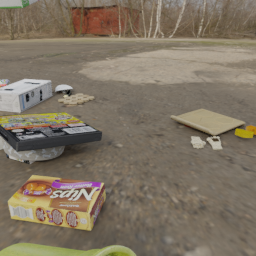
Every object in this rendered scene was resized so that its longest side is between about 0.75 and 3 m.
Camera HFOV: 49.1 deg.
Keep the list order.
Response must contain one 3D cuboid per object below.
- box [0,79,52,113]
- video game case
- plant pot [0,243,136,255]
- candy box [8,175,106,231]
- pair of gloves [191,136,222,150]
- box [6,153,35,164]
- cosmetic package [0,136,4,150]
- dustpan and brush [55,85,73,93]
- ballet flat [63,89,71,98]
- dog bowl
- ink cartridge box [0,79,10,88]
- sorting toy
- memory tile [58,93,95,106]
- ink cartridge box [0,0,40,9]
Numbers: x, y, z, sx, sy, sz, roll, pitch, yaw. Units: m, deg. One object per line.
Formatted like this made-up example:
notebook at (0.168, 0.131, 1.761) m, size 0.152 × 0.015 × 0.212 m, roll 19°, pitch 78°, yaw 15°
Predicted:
box at (-4.991, -1.611, 13.328) m, size 1.612 × 0.831 × 2.764 m, roll 6°, pitch 24°, yaw 13°
video game case at (-2.452, 0.021, 8.326) m, size 2.547 × 0.325 × 2.302 m, roll -7°, pitch 22°, yaw -41°
plant pot at (-0.940, 2.180, 3.379) m, size 1.645 × 1.789 × 1.789 m, roll 0°, pitch 19°, yaw 32°
candy box at (-1.487, 1.577, 6.076) m, size 1.790 × 0.505 × 1.044 m, roll 3°, pitch 23°, yaw 12°
pair of gloves at (2.564, 0.459, 9.209) m, size 0.981 × 0.172 × 0.834 m, roll 4°, pitch 23°, yaw 11°
box at (-3.106, 0.756, 8.347) m, size 0.922 × 0.277 × 0.538 m, roll 11°, pitch 25°, yaw 23°
cosmetic package at (-4.547, 0.157, 9.234) m, size 0.886 × 0.698 × 1.646 m, roll -15°, pitch 28°, yaw -35°
dustpan and brush at (-3.626, -2.176, 15.436) m, size 0.923 × 0.379 × 1.323 m, roll -12°, pitch 32°, yaw -22°
ballet flat at (-3.137, -1.752, 14.409) m, size 0.315 × 0.269 × 0.947 m, roll 0°, pitch 23°, yaw 0°
dog bowl at (-2.811, 0.391, 8.472) m, size 1.965 × 0.576 × 1.965 m, roll 9°, pitch 16°, yaw -2°
ink cartridge box at (-6.917, -1.994, 14.539) m, size 1.288 × 0.595 × 2.364 m, roll -6°, pitch 22°, yaw -14°
sorting toy at (3.289, -0.075, 10.321) m, size 2.161 × 0.388 × 2.900 m, roll -11°, pitch 25°, yaw -36°
memory tile at (-2.511, -1.399, 13.745) m, size 1.202 × 0.132 × 1.568 m, roll 16°, pitch 27°, yaw 33°
ink cartridge box at (-2.212, -2.680, 5.416) m, size 0.880 × 0.510 × 1.215 m, roll 2°, pitch 34°, yaw 9°
